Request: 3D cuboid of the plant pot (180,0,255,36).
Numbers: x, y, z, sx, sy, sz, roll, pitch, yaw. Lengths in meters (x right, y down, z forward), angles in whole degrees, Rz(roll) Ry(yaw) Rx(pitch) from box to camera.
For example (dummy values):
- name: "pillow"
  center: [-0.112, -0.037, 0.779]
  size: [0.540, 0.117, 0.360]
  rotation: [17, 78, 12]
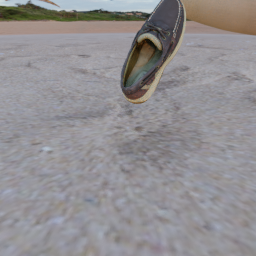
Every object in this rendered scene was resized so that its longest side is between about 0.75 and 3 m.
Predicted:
- name: "plant pot"
  center: [2.194, -3.246, 6.763]
  size: [2.003, 1.876, 1.876]
  rotation: [5, 23, 9]

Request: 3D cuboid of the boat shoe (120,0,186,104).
- name: "boat shoe"
  center: [0.457, -1.452, 4.962]
  size: [0.752, 2.104, 0.691]
  rotation: [24, -3, 15]

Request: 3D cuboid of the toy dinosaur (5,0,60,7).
- name: "toy dinosaur"
  center: [-2.624, -3.472, 6.956]
  size: [0.951, 0.541, 1.791]
  rotation: [-37, 70, -17]
